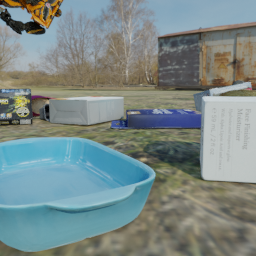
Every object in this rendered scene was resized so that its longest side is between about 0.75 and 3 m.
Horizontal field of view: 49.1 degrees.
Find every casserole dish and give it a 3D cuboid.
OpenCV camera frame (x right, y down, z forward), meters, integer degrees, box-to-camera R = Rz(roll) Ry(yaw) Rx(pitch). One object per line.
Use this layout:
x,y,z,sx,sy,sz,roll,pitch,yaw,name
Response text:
-0.857,0.571,3.192,1.627,0.521,2.686,-6,10,-30,casserole dish

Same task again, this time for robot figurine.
-2.458,-3.102,6.012,2.520,1.827,0.734,22,14,-43,robot figurine

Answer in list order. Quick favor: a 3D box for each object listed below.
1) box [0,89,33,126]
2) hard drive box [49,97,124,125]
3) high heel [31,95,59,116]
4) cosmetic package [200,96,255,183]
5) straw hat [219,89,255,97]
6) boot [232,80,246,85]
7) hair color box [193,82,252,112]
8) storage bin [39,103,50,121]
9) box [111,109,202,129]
-3.903,-0.677,9.010,1.564,1.260,0.384,-3,-34,-18,box
-1.372,-0.643,9.703,1.645,0.810,2.110,4,9,30,hard drive box
-3.150,-0.906,10.981,2.586,0.872,1.243,0,-2,-20,high heel
1.768,0.115,4.103,1.348,1.111,1.112,1,9,13,cosmetic package
3.323,-0.309,7.691,1.887,0.799,1.887,15,-11,3,straw hat
4.665,-1.487,13.059,2.083,0.830,2.528,37,-5,-27,boot
3.633,-1.134,11.052,1.449,0.887,2.927,-11,4,3,hair color box
-2.734,-0.608,10.214,0.998,0.726,0.670,-9,2,-42,storage bin
0.920,-0.312,8.884,2.905,0.471,1.759,-2,9,-2,box
